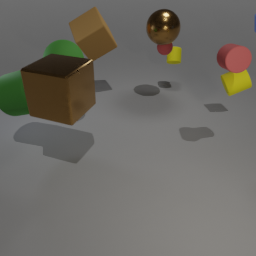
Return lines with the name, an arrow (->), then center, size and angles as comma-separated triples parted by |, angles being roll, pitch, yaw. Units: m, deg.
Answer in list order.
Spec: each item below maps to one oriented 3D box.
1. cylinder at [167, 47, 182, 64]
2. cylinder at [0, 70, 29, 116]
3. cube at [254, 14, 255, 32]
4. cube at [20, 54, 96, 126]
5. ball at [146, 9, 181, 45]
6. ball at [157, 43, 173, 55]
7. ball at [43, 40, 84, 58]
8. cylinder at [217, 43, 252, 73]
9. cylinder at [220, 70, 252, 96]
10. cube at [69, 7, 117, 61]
cylinder -> 2.252, -3.540, 13.691 | 0.700, 0.700, 0.700 | 2, 0, 0
cylinder -> -3.240, -1.135, 8.906 | 1.400, 1.400, 1.400 | -5, 25, 32
cube -> 4.611, -3.368, 9.122 | 0.700, 0.700, 0.700 | -19, 53, 11
cube -> -1.844, -1.106, 7.733 | 1.400, 1.400, 1.400 | 12, 34, 18
ball -> 1.440, -4.110, 11.445 | 1.400, 1.400, 1.400 | 0, 31, 0
ball -> 1.631, -3.578, 12.375 | 0.700, 0.700, 0.700 | 0, 31, 0
ball -> -2.216, -2.326, 9.682 | 1.400, 1.400, 1.400 | 0, 31, 0
cylinder -> 2.860, -1.898, 7.593 | 0.700, 0.700, 0.700 | -2, 22, -3
cylinder -> 3.293, -1.426, 8.552 | 0.700, 0.700, 0.700 | -23, 27, 15
cube -> -1.523, -4.082, 12.291 | 1.400, 1.400, 1.400 | -28, 58, 10
